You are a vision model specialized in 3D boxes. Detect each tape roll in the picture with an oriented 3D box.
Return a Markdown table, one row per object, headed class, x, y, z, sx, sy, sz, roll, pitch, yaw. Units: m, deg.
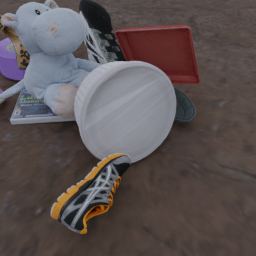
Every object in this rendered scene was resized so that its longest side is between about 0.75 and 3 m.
| class | x | y | z | sx | sy | sz | roll | pitch | yaw |
| --- | --- | --- | --- | --- | --- | --- | --- | --- | --- |
| tape roll | -3.208 | -2.531 | 9.578 | 2.401 | 0.788 | 2.401 | -2 | 39 | 2 |

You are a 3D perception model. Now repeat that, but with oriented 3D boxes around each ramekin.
| class | x | y | z | sx | sy | sz | roll | pitch | yaw |
| --- | --- | --- | --- | --- | --- | --- | --- | --- | --- |
| ramekin | -0.136 | -0.422 | 6.167 | 2.270 | 2.270 | 1.057 | -19 | 33 | -21 |

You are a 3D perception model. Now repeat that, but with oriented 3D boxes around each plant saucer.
| class | x | y | z | sx | sy | sz | roll | pitch | yaw |
| --- | --- | --- | --- | --- | --- | --- | --- | --- | --- |
| plant saucer | 0.879 | -1.993 | 7.603 | 2.003 | 1.999 | 0.368 | 5 | 60 | 25 |

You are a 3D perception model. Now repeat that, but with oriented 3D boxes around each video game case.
| class | x | y | z | sx | sy | sz | roll | pitch | yaw |
| --- | --- | --- | --- | --- | --- | --- | --- | --- | --- |
| video game case | -2.288 | -0.737 | 8.024 | 1.766 | 0.206 | 1.606 | -4 | 42 | -1 |

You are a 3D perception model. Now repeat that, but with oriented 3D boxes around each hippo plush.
| class | x | y | z | sx | sy | sz | roll | pitch | yaw |
| --- | --- | --- | --- | --- | --- | --- | --- | --- | --- |
| hippo plush | -1.694 | -1.919 | 7.077 | 2.998 | 2.411 | 2.388 | 19 | 37 | 33 |

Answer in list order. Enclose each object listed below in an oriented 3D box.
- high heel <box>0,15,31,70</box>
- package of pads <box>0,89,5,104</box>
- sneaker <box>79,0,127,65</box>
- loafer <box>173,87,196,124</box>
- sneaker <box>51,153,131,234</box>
| class | x | y | z | sx | sy | sz | roll | pitch | yaw |
| --- | --- | --- | --- | --- | --- | --- | --- | --- | --- |
| high heel | -3.212 | -2.387 | 7.701 | 1.773 | 0.633 | 1.264 | 32 | 51 | -9 |
| package of pads | -3.816 | -0.889 | 7.782 | 0.289 | 0.655 | 0.847 | -35 | 19 | 19 |
| sneaker | -1.026 | -2.842 | 9.079 | 1.065 | 1.272 | 2.873 | -9 | 67 | -36 |
| loafer | 0.966 | -0.773 | 7.760 | 2.157 | 0.679 | 0.775 | 37 | 80 | 26 |
| sneaker | -0.518 | 1.177 | 5.200 | 0.707 | 0.717 | 1.832 | 37 | 58 | 20 |
